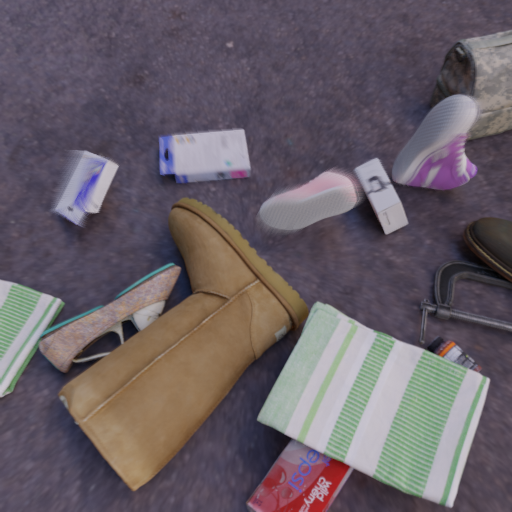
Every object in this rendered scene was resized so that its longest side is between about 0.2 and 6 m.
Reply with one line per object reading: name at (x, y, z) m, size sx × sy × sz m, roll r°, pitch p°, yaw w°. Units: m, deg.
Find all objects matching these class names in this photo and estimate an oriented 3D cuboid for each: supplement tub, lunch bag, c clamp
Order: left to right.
supplement tub at (3.081, 1.633, 8.788) m, size 0.430 × 0.430 × 0.804 m, roll -35°, pitch 63°, yaw -20°
c clamp at (3.792, 0.889, 9.380) m, size 2.170 × 0.294 × 1.854 m, roll 9°, pitch 51°, yaw 5°
lunch bag at (4.891, -3.630, 11.314) m, size 2.230 × 1.871 × 1.554 m, roll -13°, pitch 58°, yaw -8°

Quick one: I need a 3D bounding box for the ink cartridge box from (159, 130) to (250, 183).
ink cartridge box at (-1.038, -1.979, 11.162) m, size 1.738 × 0.365 × 1.037 m, roll -4°, pitch 58°, yaw -5°

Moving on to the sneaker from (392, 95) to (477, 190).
sneaker at (3.519, -1.936, 9.975) m, size 1.314 × 2.304 × 0.835 m, roll 14°, pitch 67°, yaw -8°

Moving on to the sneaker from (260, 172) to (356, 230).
sneaker at (0.919, -0.976, 9.761) m, size 1.666 × 0.627 × 0.871 m, roll -12°, pitch 27°, yaw 17°

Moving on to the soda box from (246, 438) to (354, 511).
soda box at (0.966, 2.724, 7.844) m, size 0.896 × 0.812 × 2.561 m, roll 32°, pitch 63°, yaw 19°

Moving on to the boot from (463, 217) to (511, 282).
boot at (5.471, -0.176, 9.034) m, size 3.812 × 1.847 × 1.424 m, roll 24°, pitch 51°, yaw 14°

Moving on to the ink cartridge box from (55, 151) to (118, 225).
ink cartridge box at (-3.103, -1.224, 10.212) m, size 1.251 × 0.274 × 1.263 m, roll 27°, pitch 89°, yaw 50°

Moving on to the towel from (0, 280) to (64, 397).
towel at (-4.733, 1.127, 9.191) m, size 2.545 × 0.298 × 1.941 m, roll 16°, pitch 59°, yaw 10°

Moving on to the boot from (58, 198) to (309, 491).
boot at (-1.459, 1.066, 8.705) m, size 3.688 × 1.219 × 3.229 m, roll -39°, pitch 65°, yaw -21°

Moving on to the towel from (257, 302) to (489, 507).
towel at (1.649, 1.938, 7.682) m, size 2.662 × 0.311 × 2.031 m, roll 23°, pitch 60°, yaw 13°

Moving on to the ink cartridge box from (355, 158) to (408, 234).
ink cartridge box at (2.295, -1.077, 10.225) m, size 0.467 × 0.814 × 1.120 m, roll -26°, pitch 56°, yaw 12°

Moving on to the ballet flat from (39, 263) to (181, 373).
ballet flat at (-2.181, 1.059, 9.044) m, size 2.523 × 0.859 × 0.848 m, roll -30°, pitch 83°, yaw -12°
